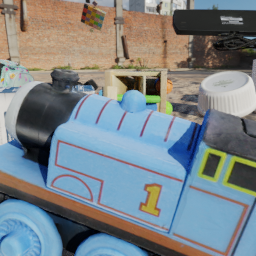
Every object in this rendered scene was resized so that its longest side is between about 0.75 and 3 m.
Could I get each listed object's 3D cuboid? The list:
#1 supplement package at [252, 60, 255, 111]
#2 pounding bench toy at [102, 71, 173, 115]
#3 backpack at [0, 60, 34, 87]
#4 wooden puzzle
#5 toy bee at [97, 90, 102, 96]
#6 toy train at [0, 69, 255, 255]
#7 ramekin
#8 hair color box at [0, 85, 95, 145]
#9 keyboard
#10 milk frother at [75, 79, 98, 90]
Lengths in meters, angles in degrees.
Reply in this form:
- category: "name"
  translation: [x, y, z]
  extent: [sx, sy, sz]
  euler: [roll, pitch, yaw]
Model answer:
- category: "supplement package"
  translation: [5.859, -1.756, 11.250]
  extent: [1.440, 2.023, 2.597]
  euler: [4, 14, 16]
- category: "pounding bench toy"
  translation: [0.342, -0.901, 8.410]
  extent: [2.021, 1.609, 2.590]
  euler: [1, 11, 2]
- category: "backpack"
  translation: [-4.715, -1.629, 10.960]
  extent: [1.760, 2.019, 2.296]
  euler: [16, 14, -3]
- category: "wooden puzzle"
  translation: [-1.144, -3.650, 9.199]
  extent: [0.746, 0.088, 1.258]
  euler: [23, -32, -7]
- category: "toy bee"
  translation: [-1.125, -1.485, 13.369]
  extent: [1.316, 0.715, 0.862]
  euler: [-22, 15, 19]
- category: "toy train"
  translation: [0.115, 0.517, 2.227]
  extent: [2.771, 1.583, 1.201]
  euler: [18, 18, 14]
- category: "ramekin"
  translation: [3.445, -1.219, 9.866]
  extent: [2.082, 0.970, 2.082]
  euler: [-13, 32, 8]
- category: "hair color box"
  translation: [-2.111, -0.091, 5.651]
  extent: [2.882, 1.441, 0.872]
  euler: [-2, 17, -10]
- category: "keyboard"
  translation: [2.447, -2.288, 6.715]
  extent: [2.768, 0.548, 1.441]
  euler: [3, 50, 7]
- category: "milk frother"
  translation: [-1.302, -0.249, 7.274]
  extent: [1.571, 1.741, 1.637]
  euler: [-27, 5, -33]
